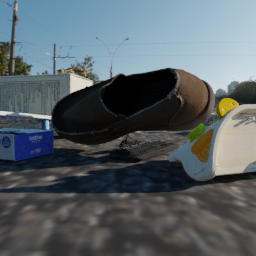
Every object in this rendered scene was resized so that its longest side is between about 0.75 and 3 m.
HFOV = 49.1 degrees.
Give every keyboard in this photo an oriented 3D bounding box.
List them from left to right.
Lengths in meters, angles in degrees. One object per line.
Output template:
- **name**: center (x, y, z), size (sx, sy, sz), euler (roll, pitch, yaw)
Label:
- **keyboard**: center (0.228, 0.260, 4.547), size (0.796, 0.303, 1.529), euler (2, 4, 29)

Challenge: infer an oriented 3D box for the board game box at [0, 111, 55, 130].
- **board game box**: center (-2.926, -0.030, 5.523), size (2.271, 0.294, 2.271), euler (-5, -4, 25)

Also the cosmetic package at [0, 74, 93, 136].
- **cosmetic package**: center (-2.527, -0.581, 7.520), size (2.979, 1.540, 1.300), euler (3, 3, 18)

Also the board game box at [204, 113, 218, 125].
- **board game box**: center (3.321, -0.442, 12.866), size (2.643, 0.452, 1.777), euler (2, 5, 27)

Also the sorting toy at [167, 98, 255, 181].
- **sorting toy**: center (1.176, 0.228, 3.467), size (1.496, 0.799, 1.346), euler (-2, -15, -22)

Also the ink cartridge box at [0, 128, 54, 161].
- **ink cartridge box**: center (-2.172, 0.211, 4.470), size (1.796, 0.397, 0.844), euler (2, 4, 23)

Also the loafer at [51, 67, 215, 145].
- **loafer**: center (-0.206, -0.454, 4.444), size (2.923, 1.067, 1.038), euler (-10, -26, 30)

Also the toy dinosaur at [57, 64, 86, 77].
- **toy dinosaur**: center (-1.500, -1.448, 7.728), size (0.759, 0.431, 1.429), euler (-15, -14, 8)

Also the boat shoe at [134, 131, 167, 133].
- **boat shoe**: center (0.387, -0.165, 8.366), size (1.672, 0.567, 0.600), euler (-1, 4, -9)
